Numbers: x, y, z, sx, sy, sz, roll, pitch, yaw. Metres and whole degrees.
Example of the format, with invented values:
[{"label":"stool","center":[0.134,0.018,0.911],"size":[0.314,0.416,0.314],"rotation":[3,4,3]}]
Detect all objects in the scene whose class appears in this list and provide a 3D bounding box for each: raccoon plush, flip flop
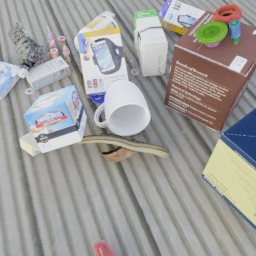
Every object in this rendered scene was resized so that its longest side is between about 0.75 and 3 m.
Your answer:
[{"label":"raccoon plush","center":[-4.039,-3.075,10.661],"size":[1.076,1.490,2.224],"rotation":[-34,30,14]},{"label":"flip flop","center":[-0.184,0.711,8.863],"size":[2.937,1.191,0.846],"rotation":[12,91,-4]}]

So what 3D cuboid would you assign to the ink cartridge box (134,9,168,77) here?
[{"label":"ink cartridge box","center":[0.874,-3.439,11.398],"size":[0.931,1.642,2.240],"rotation":[-8,54,-5]}]

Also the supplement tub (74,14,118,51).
[{"label":"supplement tub","center":[-1.322,-3.896,11.959],"size":[1.252,1.252,1.731],"rotation":[30,59,20]}]

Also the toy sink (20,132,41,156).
[{"label":"toy sink","center":[-3.040,0.562,9.164],"size":[0.821,0.460,0.535],"rotation":[28,41,22]}]

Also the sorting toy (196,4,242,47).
[{"label":"sorting toy","center":[2.767,-2.819,8.173],"size":[1.034,0.706,1.720],"rotation":[28,70,37]}]

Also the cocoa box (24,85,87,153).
[{"label":"cocoa box","center":[-2.131,-0.354,8.628],"size":[1.284,1.263,1.925],"rotation":[-17,23,4]}]

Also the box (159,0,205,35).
[{"label":"box","center":[2.643,-4.959,12.848],"size":[2.405,0.499,1.432],"rotation":[22,67,5]}]

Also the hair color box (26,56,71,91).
[{"label":"hair color box","center":[-3.202,-2.198,11.207],"size":[1.615,0.490,0.799],"rotation":[-30,59,-19]}]

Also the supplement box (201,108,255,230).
[{"label":"supplement box","center":[3.632,1.190,7.545],"size":[1.635,2.433,2.436],"rotation":[-32,60,-21]}]

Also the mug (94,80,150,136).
[{"label":"mug","center":[-0.332,-0.707,9.693],"size":[1.951,1.440,1.710],"rotation":[-29,44,14]}]

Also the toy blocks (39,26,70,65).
[{"label":"toy blocks","center":[-3.203,-3.386,11.666],"size":[1.357,1.142,1.268],"rotation":[-16,56,-11]}]

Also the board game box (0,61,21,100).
[{"label":"board game box","center":[-5.244,-1.972,11.117],"size":[1.581,0.344,1.588],"rotation":[17,57,12]}]

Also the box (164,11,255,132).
[{"label":"box","center":[2.901,-1.874,9.547],"size":[2.304,2.806,2.328],"rotation":[30,59,20]}]

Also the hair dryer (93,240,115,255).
[{"label":"hair dryer","center":[-0.800,3.996,6.605],"size":[1.983,0.707,2.603],"rotation":[9,54,8]}]

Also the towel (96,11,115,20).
[{"label":"towel","center":[-1.072,-5.288,13.554],"size":[0.647,0.334,0.781],"rotation":[32,62,23]}]

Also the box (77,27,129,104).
[{"label":"box","center":[-0.913,-2.340,10.637],"size":[1.662,0.579,2.792],"rotation":[-10,79,-4]}]
